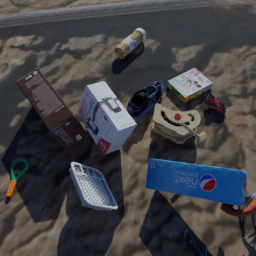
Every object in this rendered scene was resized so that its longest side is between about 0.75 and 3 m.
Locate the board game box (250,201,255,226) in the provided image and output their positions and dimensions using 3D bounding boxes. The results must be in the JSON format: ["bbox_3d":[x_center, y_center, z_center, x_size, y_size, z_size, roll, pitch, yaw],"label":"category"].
[{"bbox_3d":[4.669,2.750,9.029,1.236,0.213,0.837,3,54,2],"label":"board game box"}]

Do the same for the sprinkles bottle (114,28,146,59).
[{"bbox_3d":[0.125,-4.178,13.796,0.649,0.649,1.902,31,60,20],"label":"sprinkles bottle"}]

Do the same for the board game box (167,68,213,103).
[{"bbox_3d":[2.715,-1.911,12.342,1.593,0.321,1.219,-28,59,-19],"label":"board game box"}]

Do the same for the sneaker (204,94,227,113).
[{"bbox_3d":[3.599,-0.928,11.621,1.019,0.498,0.360,40,47,-1],"label":"sneaker"}]

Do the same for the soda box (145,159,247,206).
[{"bbox_3d":[2.039,1.610,8.624,2.885,0.926,0.979,4,82,31],"label":"soda box"}]

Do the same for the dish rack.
[{"bbox_3d":[-1.166,1.928,8.932,0.375,1.478,1.722,-47,48,13],"label":"dish rack"}]

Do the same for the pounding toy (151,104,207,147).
[{"bbox_3d":[2.022,-0.329,10.568,2.329,1.336,1.332,27,60,15],"label":"pounding toy"}]

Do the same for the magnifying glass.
[{"bbox_3d":[-3.933,1.723,9.834,0.577,0.162,1.450,5,52,4],"label":"magnifying glass"}]

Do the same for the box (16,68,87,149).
[{"bbox_3d":[-2.915,-0.766,10.717,1.111,1.485,2.965,-38,61,-10],"label":"box"}]

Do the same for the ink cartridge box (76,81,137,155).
[{"bbox_3d":[-0.863,-0.373,10.130,0.891,1.552,2.137,-19,64,-38],"label":"ink cartridge box"}]

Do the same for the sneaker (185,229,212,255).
[{"bbox_3d":[2.095,3.531,8.423,0.441,0.394,1.078,-12,58,-29],"label":"sneaker"}]

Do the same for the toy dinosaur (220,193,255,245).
[{"bbox_3d":[4.073,2.111,8.501,2.420,2.667,1.400,6,30,-33],"label":"toy dinosaur"}]

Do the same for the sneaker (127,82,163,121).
[{"bbox_3d":[0.766,-1.306,11.547,0.807,0.897,2.302,28,59,20],"label":"sneaker"}]
